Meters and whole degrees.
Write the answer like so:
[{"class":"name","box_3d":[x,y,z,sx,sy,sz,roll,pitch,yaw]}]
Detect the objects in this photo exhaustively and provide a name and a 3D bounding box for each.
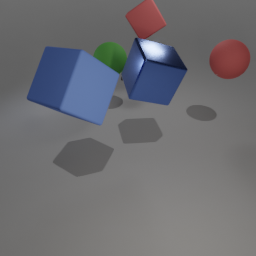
[{"class":"cube","box_3d":[-1.330,-1.024,6.898,1.400,1.400,1.400,17,-4,37]},{"class":"ball","box_3d":[-0.736,-2.823,11.552,1.400,1.400,1.400,0,32,0]},{"class":"ball","box_3d":[3.677,-2.482,10.158,1.400,1.400,1.400,0,32,0]},{"class":"cube","box_3d":[0.858,-5.206,13.356,1.400,1.400,1.400,-30,21,17]},{"class":"cube","box_3d":[0.756,-1.745,8.762,1.400,1.400,1.400,7,41,-21]}]
